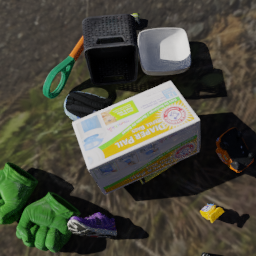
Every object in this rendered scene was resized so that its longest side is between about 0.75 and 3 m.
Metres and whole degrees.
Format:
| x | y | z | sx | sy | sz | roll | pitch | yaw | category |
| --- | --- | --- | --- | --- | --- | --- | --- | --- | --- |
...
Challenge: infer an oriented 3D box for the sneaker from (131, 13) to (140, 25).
| x | y | z | sx | sy | sz | roll | pitch | yaw | category |
| --- | --- | --- | --- | --- | --- | --- | --- | --- | --- |
| -0.026 | -3.687 | 9.746 | 0.994 | 0.367 | 0.402 | -15 | 76 | -3 | sneaker |

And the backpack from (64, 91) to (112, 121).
| x | y | z | sx | sy | sz | roll | pitch | yaw | category |
| --- | --- | --- | --- | --- | --- | --- | --- | --- | --- |
| -1.293 | -0.570 | 8.526 | 1.317 | 1.013 | 1.075 | 20 | 76 | -17 | backpack |

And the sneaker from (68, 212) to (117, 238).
| x | y | z | sx | sy | sz | roll | pitch | yaw | category |
| --- | --- | --- | --- | --- | --- | --- | --- | --- | --- |
| -0.939 | 2.526 | 7.424 | 0.610 | 1.513 | 0.631 | -28 | 51 | 33 | sneaker |

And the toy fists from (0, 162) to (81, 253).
| x | y | z | sx | sy | sz | roll | pitch | yaw | category |
| --- | --- | --- | --- | --- | --- | --- | --- | --- | --- |
| -2.743 | 2.206 | 7.565 | 2.810 | 0.966 | 1.433 | 33 | 84 | 8 | toy fists |

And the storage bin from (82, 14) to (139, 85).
| x | y | z | sx | sy | sz | roll | pitch | yaw | category |
| --- | --- | --- | --- | --- | --- | --- | --- | --- | --- |
| -0.484 | -2.235 | 8.333 | 1.465 | 2.167 | 1.016 | -5 | 72 | -2 | storage bin |

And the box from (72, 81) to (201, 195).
| x | y | z | sx | sy | sz | roll | pitch | yaw | category |
| --- | --- | --- | --- | --- | --- | --- | --- | --- | --- |
| 0.278 | 0.257 | 7.598 | 2.971 | 1.506 | 1.671 | -24 | 52 | -5 | box |

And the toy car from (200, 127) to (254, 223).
| x | y | z | sx | sy | sz | roll | pitch | yaw | category |
| --- | --- | --- | --- | --- | --- | --- | --- | --- | --- |
| 2.481 | 1.230 | 7.927 | 1.253 | 0.850 | 2.555 | 43 | 74 | -11 | toy car |

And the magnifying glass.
| x | y | z | sx | sy | sz | roll | pitch | yaw | category |
| --- | --- | --- | --- | --- | --- | --- | --- | --- | --- |
| -1.866 | -1.949 | 8.665 | 0.268 | 0.953 | 2.393 | 28 | 74 | 9 | magnifying glass |

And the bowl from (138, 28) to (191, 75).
| x | y | z | sx | sy | sz | roll | pitch | yaw | category |
| --- | --- | --- | --- | --- | --- | --- | --- | --- | --- |
| 1.149 | -2.421 | 9.184 | 1.642 | 0.613 | 1.640 | -4 | 70 | -2 | bowl |

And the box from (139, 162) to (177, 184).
| x | y | z | sx | sy | sz | roll | pitch | yaw | category |
| --- | --- | --- | --- | --- | --- | --- | --- | --- | --- |
| 0.970 | 0.958 | 8.257 | 1.658 | 0.415 | 0.624 | -32 | 75 | -9 | box |

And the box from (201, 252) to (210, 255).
| x | y | z | sx | sy | sz | roll | pitch | yaw | category |
| --- | --- | --- | --- | --- | --- | --- | --- | --- | --- |
| 2.283 | 3.967 | 7.280 | 1.109 | 0.478 | 0.908 | 30 | 75 | 9 | box |
